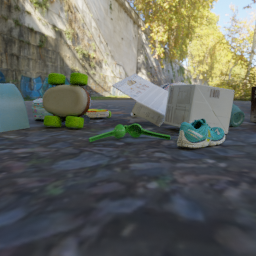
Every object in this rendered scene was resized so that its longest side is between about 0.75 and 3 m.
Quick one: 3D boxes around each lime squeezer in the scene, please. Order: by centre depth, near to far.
[{"bbox_3d":[-0.011,0.207,8.419,2.400,0.453,0.847,-1,38,-14],"label":"lime squeezer"}]

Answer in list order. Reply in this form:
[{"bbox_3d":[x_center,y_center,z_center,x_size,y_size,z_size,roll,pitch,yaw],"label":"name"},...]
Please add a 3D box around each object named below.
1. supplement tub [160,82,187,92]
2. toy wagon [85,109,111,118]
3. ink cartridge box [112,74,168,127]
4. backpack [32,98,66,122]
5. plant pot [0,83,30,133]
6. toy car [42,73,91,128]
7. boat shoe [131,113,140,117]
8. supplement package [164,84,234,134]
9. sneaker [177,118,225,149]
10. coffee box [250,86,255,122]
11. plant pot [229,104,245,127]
[{"bbox_3d":[2.605,-1.646,16.261,1.936,1.936,2.759,-1,8,-9],"label":"supplement tub"},{"bbox_3d":[-2.159,-0.792,15.436,1.835,0.468,2.366,-6,10,-42],"label":"toy wagon"},{"bbox_3d":[0.810,-1.375,12.624,2.546,0.646,2.890,30,29,10],"label":"ink cartridge box"},{"bbox_3d":[-3.703,-0.902,13.612,1.836,1.162,1.532,-4,10,1],"label":"backpack"},{"bbox_3d":[-4.960,-0.811,10.528,1.719,1.756,1.724,4,8,24],"label":"plant pot"},{"bbox_3d":[-2.126,-0.985,11.809,1.988,2.070,2.520,3,-4,21],"label":"toy car"},{"bbox_3d":[0.410,-0.804,15.331,0.359,0.367,1.035,28,-12,-30],"label":"boat shoe"},{"bbox_3d":[2.459,-0.721,10.082,1.525,1.514,2.010,6,5,-17],"label":"supplement package"},{"bbox_3d":[1.995,0.108,7.378,1.811,0.721,0.702,-6,9,-43],"label":"sneaker"},{"bbox_3d":[7.004,-0.992,12.086,1.189,1.706,2.984,-5,9,-37],"label":"coffee box"},{"bbox_3d":[4.260,-0.526,11.677,1.038,1.038,0.975,-3,23,-22],"label":"plant pot"}]
